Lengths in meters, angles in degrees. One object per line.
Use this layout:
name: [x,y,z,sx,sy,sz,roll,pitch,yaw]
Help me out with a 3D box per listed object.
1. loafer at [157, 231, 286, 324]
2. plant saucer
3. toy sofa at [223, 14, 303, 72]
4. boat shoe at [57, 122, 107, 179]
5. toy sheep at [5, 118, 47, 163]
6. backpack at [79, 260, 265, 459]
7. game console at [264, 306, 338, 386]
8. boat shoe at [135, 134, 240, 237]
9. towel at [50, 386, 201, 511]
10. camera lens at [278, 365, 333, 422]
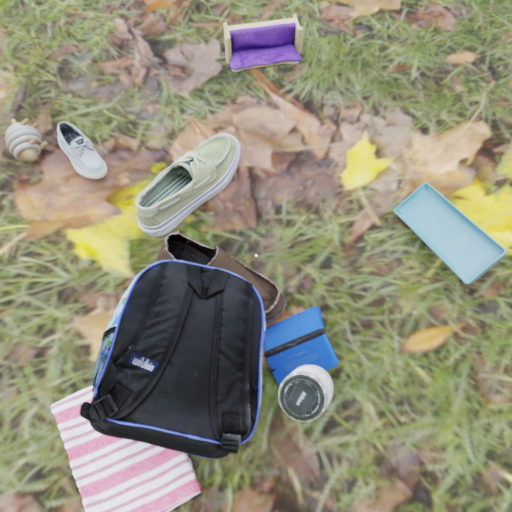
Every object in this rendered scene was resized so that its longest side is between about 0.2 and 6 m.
loafer: [-0.740,0.410,10.532,2.761,0.980,1.008,24,64,12]
plant saucer: [3.654,-0.470,10.750,0.901,0.245,2.579,-42,40,11]
toy sofa: [0.173,-5.216,13.714,1.908,0.790,0.931,-9,61,-5]
boat shoe: [-3.833,-2.313,12.119,0.589,0.601,1.688,-33,62,-25]
toy sheep: [-5.084,-2.537,12.265,0.815,0.815,1.183,-24,69,-12]
backpack: [-1.247,1.635,9.070,2.570,2.064,2.808,16,60,-13]
game console: [0.787,1.636,10.126,1.190,0.704,1.016,-25,92,15]
boat shoe: [-1.340,-1.621,11.674,1.064,0.917,2.955,32,66,16]
towel: [-2.221,3.187,9.370,1.836,0.375,2.509,-23,64,-13]
camera lens: [0.766,2.047,8.424,0.729,0.912,0.729,0,89,16]
